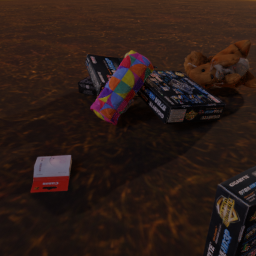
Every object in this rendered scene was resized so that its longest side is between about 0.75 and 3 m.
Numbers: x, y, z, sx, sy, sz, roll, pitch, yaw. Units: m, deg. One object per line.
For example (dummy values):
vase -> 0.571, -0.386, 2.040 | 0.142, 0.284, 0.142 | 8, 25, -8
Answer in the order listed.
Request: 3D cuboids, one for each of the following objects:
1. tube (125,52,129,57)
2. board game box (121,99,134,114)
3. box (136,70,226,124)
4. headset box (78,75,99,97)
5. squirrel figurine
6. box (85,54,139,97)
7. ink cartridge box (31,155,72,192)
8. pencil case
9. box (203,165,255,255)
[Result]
tube -> 0.142, -3.262, 14.444 | 0.575, 0.643, 2.215 | 31, 26, -22
board game box -> -0.264, -1.029, 10.409 | 0.307, 0.996, 0.995 | -24, 32, 31
box -> 1.669, -1.261, 10.279 | 2.370, 0.686, 2.982 | -5, 35, -27
headset box -> -1.385, -1.902, 12.116 | 0.983, 0.510, 1.321 | 14, 33, 20
squirrel figurine -> 3.593, -2.394, 12.059 | 2.664, 2.020, 2.855 | -24, 23, -18
box -> -0.621, -2.208, 11.769 | 1.884, 0.545, 2.371 | 0, 42, -25
ink cartridge box -> -1.973, 1.153, 7.268 | 0.931, 0.327, 1.145 | -2, 27, -4
pencil case -> -0.144, -1.365, 9.558 | 1.151, 1.151, 2.605 | 32, 83, 42
box -> 2.545, 1.467, 5.008 | 2.574, 2.046, 0.592 | -18, 35, -26
